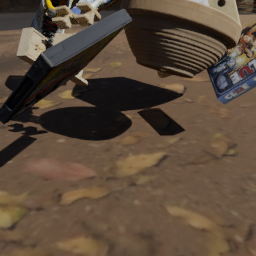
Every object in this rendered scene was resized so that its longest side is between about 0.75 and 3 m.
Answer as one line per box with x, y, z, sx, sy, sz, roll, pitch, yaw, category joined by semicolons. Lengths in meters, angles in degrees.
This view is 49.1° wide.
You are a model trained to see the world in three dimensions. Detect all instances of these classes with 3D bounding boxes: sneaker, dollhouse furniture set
-1.411;-4.739;10.419;2.263;0.997;0.852;-31;4;-5;sneaker
-2.615;-3.753;9.380;1.166;2.996;1.231;16;22;-16;sneaker
-1.591;-1.929;7.109;1.927;1.770;1.254;4;-11;26;dollhouse furniture set

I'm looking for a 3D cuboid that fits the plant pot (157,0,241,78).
1.972;-3.234;8.445;2.763;2.760;2.446;-15;6;6;plant pot

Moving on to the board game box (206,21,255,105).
3.001;-1.752;6.742;0.384;2.221;1.505;26;43;-38;board game box

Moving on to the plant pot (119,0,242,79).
0.970;-1.821;6.101;2.612;1.205;2.612;15;10;-3;plant pot

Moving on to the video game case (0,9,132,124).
-1.030;-1.009;4.555;1.842;0.260;2.039;-30;14;44;video game case
